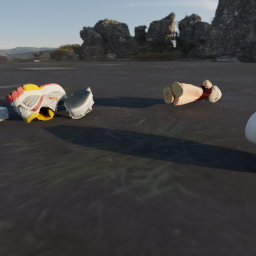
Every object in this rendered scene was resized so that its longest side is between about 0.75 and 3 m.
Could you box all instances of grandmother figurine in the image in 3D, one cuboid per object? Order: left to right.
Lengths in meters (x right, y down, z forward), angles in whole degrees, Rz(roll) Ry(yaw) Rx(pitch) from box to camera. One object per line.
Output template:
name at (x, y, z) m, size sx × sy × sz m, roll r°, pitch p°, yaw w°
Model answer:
grandmother figurine at (2.576, -1.289, 10.739) m, size 2.699 × 0.817 × 1.636 m, roll -4°, pitch -7°, yaw -37°

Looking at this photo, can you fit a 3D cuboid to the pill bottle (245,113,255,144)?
pill bottle at (3.226, 0.205, 5.423) m, size 0.969 × 0.969 × 1.718 m, roll -9°, pitch 22°, yaw -28°

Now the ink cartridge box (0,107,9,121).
ink cartridge box at (-4.348, -0.449, 8.889) m, size 0.876 × 0.370 × 0.640 m, roll 10°, pitch 21°, yaw 31°

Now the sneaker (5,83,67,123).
sneaker at (-2.726, -0.719, 8.925) m, size 1.030 × 1.087 × 2.646 m, roll -31°, pitch 1°, yaw 19°

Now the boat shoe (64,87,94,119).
boat shoe at (-1.551, -0.793, 9.460) m, size 0.896 × 0.780 × 2.432 m, roll -19°, pitch 18°, yaw -1°
